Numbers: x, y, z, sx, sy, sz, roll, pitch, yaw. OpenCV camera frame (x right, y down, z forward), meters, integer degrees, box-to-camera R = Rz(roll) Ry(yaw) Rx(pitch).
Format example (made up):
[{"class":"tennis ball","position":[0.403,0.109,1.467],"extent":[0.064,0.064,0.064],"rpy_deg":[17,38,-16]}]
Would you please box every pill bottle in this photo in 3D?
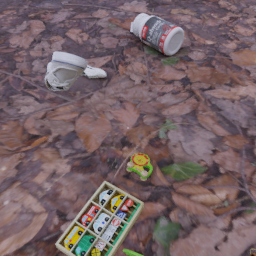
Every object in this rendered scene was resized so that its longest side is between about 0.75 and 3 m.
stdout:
[{"class":"pill bottle","position":[1.573,-5.125,15.169],"extent":[1.532,1.532,2.645],"rpy_deg":[-35,56,-28]}]

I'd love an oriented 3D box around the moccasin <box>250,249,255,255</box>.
[{"class":"moccasin","position":[3.581,3.667,7.662],"extent":[1.755,0.642,0.678],"rpy_deg":[-29,61,-13]}]

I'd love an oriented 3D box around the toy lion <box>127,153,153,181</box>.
[{"class":"toy lion","position":[0.476,1.318,10.052],"extent":[0.980,0.336,0.939],"rpy_deg":[30,46,25]}]

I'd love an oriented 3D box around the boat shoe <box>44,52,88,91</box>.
[{"class":"boat shoe","position":[-1.893,-1.536,8.276],"extent":[1.016,2.762,0.903],"rpy_deg":[13,87,-20]}]

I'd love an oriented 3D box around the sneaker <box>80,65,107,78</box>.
[{"class":"sneaker","position":[-1.673,-2.618,13.624],"extent":[1.345,0.514,0.541],"rpy_deg":[16,59,21]}]

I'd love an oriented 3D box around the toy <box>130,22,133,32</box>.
[{"class":"toy","position":[0.469,-5.986,16.858],"extent":[0.604,0.248,1.050],"rpy_deg":[5,49,1]}]

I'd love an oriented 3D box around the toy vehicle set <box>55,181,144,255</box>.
[{"class":"toy vehicle set","position":[-0.775,2.934,8.492],"extent":[1.544,0.329,2.485],"rpy_deg":[24,52,21]}]

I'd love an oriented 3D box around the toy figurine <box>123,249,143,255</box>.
[{"class":"toy figurine","position":[0.347,4.165,7.073],"extent":[1.670,1.254,1.537],"rpy_deg":[28,64,-7]}]
